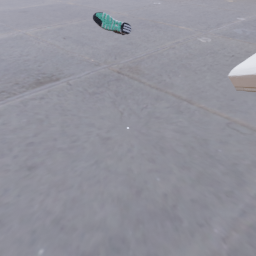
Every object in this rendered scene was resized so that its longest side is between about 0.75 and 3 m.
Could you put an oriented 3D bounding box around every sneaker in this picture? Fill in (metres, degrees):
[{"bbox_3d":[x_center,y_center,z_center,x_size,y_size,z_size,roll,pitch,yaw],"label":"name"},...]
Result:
[{"bbox_3d":[-0.567,-3.304,9.104,1.301,0.484,0.570,17,-3,-20],"label":"sneaker"}]

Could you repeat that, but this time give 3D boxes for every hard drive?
[{"bbox_3d":[1.203,-0.487,1.294,0.991,0.197,1.502,-34,9,3],"label":"hard drive"}]
